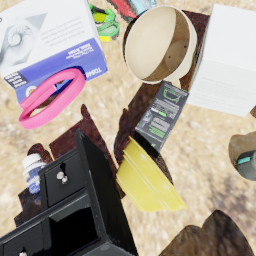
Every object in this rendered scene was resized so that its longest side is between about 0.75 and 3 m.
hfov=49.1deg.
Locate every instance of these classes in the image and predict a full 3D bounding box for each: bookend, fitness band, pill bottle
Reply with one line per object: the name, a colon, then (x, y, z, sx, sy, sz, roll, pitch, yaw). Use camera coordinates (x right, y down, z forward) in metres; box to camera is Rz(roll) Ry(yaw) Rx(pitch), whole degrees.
bookend: (-1.433, 1.767, 5.415, 2.531, 1.173, 2.547, -31, 45, 8)
fitness band: (-1.755, -0.696, 6.420, 1.325, 0.345, 1.844, 9, 51, 41)
pill bottle: (-2.048, 1.165, 6.495, 0.598, 0.598, 1.078, -27, 70, -11)

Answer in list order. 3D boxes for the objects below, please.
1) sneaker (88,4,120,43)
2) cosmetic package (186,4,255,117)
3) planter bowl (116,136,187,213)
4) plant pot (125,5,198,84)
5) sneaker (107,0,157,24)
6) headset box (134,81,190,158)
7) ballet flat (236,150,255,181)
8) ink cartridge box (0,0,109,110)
sneaker: (-1.431, -3.237, 8.120, 2.402, 1.023, 0.937, 6, 67, 3)
cosmetic package: (2.525, -1.562, 6.877, 1.660, 1.996, 1.670, 15, 68, 6)
planter bowl: (0.308, 1.153, 5.861, 0.796, 1.912, 1.912, -37, 72, -5)
plant pot: (1.036, -1.975, 7.223, 1.871, 1.256, 1.871, -3, 85, 38)
sneaker: (-0.051, -4.311, 8.748, 1.210, 1.004, 2.533, -27, 76, -25)
headset box: (0.745, -0.112, 6.666, 0.685, 1.285, 1.476, 28, 71, 10)
ballet flat: (3.974, 0.894, 6.416, 2.809, 0.961, 0.955, -1, 66, -1)
ink cartridge box: (-2.138, -2.231, 7.340, 2.753, 0.560, 2.758, -21, 75, 11)
